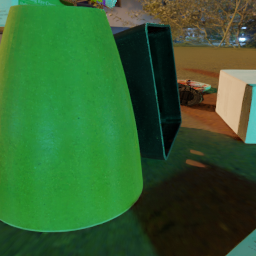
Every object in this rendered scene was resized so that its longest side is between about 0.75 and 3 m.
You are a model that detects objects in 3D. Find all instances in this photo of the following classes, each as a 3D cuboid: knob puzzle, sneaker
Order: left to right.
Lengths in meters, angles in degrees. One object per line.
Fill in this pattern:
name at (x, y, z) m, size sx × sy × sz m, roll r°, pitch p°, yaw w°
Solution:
sneaker at (1.833, -1.308, 10.669) m, size 2.256 × 0.850 × 0.894 m, roll 27°, pitch 20°, yaw 38°
knob puzzle at (2.407, -2.110, 13.209) m, size 3.213 × 0.445 × 3.213 m, roll 0°, pitch 19°, yaw 0°

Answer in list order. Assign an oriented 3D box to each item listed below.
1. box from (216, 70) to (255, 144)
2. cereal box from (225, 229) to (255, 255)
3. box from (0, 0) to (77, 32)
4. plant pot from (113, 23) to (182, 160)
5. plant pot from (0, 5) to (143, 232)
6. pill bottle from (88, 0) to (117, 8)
box at (3.747, -0.722, 7.780) m, size 1.810 × 1.419 × 2.911 m, roll 2°, pitch 19°, yaw 3°
cereal box at (1.966, 1.570, 2.754) m, size 2.238 × 0.442 × 1.610 m, roll -15°, pitch 24°, yaw -36°
box at (-3.064, -3.848, 8.398) m, size 2.274 × 1.948 × 2.263 m, roll 13°, pitch 14°, yaw 35°
plant pot at (-0.159, -0.908, 6.929) m, size 2.420 × 2.728 × 2.722 m, roll -5°, pitch 17°, yaw 20°
plant pot at (-1.049, -0.396, 4.569) m, size 2.699 × 2.885 × 2.699 m, roll 1°, pitch 19°, yaw 0°
pill bottle at (-1.082, -3.752, 7.068) m, size 1.737 × 0.905 × 0.905 m, roll 21°, pitch 21°, yaw 0°
